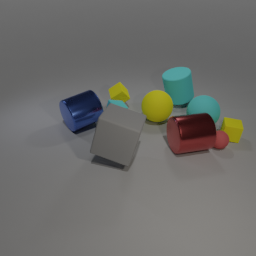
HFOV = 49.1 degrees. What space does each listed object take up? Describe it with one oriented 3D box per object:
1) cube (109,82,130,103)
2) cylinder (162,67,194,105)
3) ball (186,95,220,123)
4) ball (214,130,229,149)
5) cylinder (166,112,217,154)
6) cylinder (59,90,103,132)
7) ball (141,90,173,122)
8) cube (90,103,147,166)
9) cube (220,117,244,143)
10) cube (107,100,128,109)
[{"bbox_3d":[-0.421,-1.642,13.546,0.700,0.700,0.700,-31,48,18],"label":"cube"},{"bbox_3d":[2.487,-2.084,13.842,1.400,1.400,1.400,-12,34,8],"label":"cylinder"},{"bbox_3d":[3.208,-0.690,11.943,1.400,1.400,1.400,0,30,0],"label":"ball"},{"bbox_3d":[3.497,0.444,10.687,0.700,0.700,0.700,0,30,0],"label":"ball"},{"bbox_3d":[2.327,0.185,10.435,1.400,1.400,1.400,-7,30,-12],"label":"cylinder"},{"bbox_3d":[-1.982,-0.745,11.914,1.400,1.400,1.400,-26,38,-26],"label":"cylinder"},{"bbox_3d":[1.288,-0.966,12.390,1.400,1.400,1.400,0,30,0],"label":"ball"},{"bbox_3d":[-0.311,0.195,9.583,1.400,1.400,1.400,20,27,4],"label":"cube"},{"bbox_3d":[4.149,0.079,11.255,0.700,0.700,0.700,11,33,7],"label":"cube"},{"bbox_3d":[-0.514,-0.765,12.321,0.700,0.700,0.700,1,32,-29],"label":"cube"}]
